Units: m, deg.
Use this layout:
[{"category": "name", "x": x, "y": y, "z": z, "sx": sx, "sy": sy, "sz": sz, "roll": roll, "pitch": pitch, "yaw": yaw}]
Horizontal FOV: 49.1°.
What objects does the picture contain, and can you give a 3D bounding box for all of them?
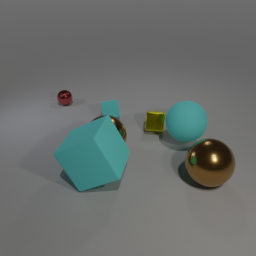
[{"category": "cube", "x": 1.042, "y": -0.292, "z": 10.810, "sx": 0.700, "sy": 0.700, "sz": 0.700, "roll": 6, "pitch": 12, "yaw": 3}, {"category": "ball", "x": 2.361, "y": 0.996, "z": 8.100, "sx": 1.400, "sy": 1.400, "sz": 1.400, "roll": 0, "pitch": 30, "yaw": 0}, {"category": "ball", "x": -0.740, "y": 0.259, "z": 9.418, "sx": 1.400, "sy": 1.400, "sz": 1.400, "roll": 0, "pitch": 30, "yaw": 0}, {"category": "ball", "x": 1.984, "y": -0.226, "z": 9.534, "sx": 1.400, "sy": 1.400, "sz": 1.400, "roll": 0, "pitch": 30, "yaw": 0}, {"category": "cube", "x": -0.718, "y": -0.773, "z": 11.572, "sx": 0.700, "sy": 0.700, "sz": 0.700, "roll": -9, "pitch": 5, "yaw": -3}, {"category": "cube", "x": -0.972, "y": 0.717, "z": 8.064, "sx": 1.400, "sy": 1.400, "sz": 1.400, "roll": -21, "pitch": 22, "yaw": 22}, {"category": "ball", "x": -2.918, "y": -1.409, "z": 12.933, "sx": 0.700, "sy": 0.700, "sz": 0.700, "roll": 0, "pitch": 30, "yaw": 0}]
